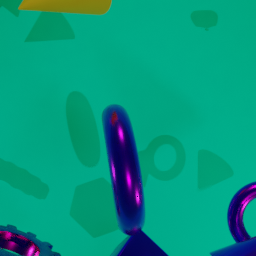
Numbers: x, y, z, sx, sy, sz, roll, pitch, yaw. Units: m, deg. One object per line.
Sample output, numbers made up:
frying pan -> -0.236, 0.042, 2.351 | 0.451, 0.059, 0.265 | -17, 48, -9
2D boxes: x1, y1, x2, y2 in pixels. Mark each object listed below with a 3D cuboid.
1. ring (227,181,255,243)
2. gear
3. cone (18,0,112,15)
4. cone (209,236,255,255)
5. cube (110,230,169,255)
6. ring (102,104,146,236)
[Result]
ring -> 2.196, 1.440, 4.357 | 1.246, 0.249, 1.246 | -2, 82, 14
gear -> -1.853, 1.965, 4.446 | 1.608, 1.608, 0.297 | 24, 81, 3
cone -> -1.150, -2.128, 4.367 | 1.288, 1.284, 1.284 | -39, 84, -22
cone -> 1.803, 1.640, 3.658 | 1.019, 1.019, 1.022 | 43, 84, 5
cube -> 0.096, 2.604, 4.975 | 0.973, 0.973, 0.973 | 41, 39, 9
ring -> -0.098, 0.639, 4.503 | 0.413, 2.067, 2.067 | -8, 82, -5
